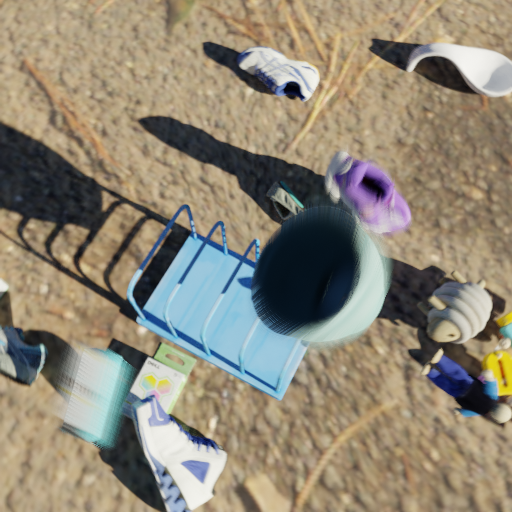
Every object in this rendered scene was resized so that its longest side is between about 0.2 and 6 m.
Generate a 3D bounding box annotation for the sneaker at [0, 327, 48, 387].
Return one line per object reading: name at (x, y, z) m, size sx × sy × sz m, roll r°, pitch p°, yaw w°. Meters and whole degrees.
sneaker at (-4.529, 1.567, 9.852) m, size 1.866 × 0.724 × 0.806 m, roll 28°, pitch 57°, yaw 5°

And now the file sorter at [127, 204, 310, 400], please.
file sorter at (-0.406, 0.715, 9.507) m, size 2.934 × 1.800 × 2.036 m, roll 26°, pitch 70°, yaw 11°

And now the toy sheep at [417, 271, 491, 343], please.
toy sheep at (3.557, 0.911, 9.848) m, size 1.108 × 1.108 × 1.607 m, roll 43°, pitch 68°, yaw 15°

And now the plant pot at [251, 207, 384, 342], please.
plant pot at (0.979, 0.388, 7.513) m, size 1.766 × 1.183 × 1.766 m, roll -22°, pitch 54°, yaw 33°

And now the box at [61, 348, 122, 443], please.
box at (-2.517, 2.121, 8.594) m, size 0.540 × 0.323 × 1.313 m, roll 15°, pitch 88°, yaw 19°

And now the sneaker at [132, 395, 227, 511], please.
sneaker at (-1.152, 3.089, 8.972) m, size 1.197 × 0.837 × 2.073 m, roll -21°, pitch 95°, yaw -20°

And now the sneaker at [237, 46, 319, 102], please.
sneaker at (0.403, -3.869, 11.963) m, size 1.812 × 0.682 × 0.799 m, roll 17°, pitch 69°, yaw 7°

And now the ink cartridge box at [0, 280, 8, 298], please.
ink cartridge box at (-5.329, 0.584, 10.250) m, size 1.163 × 0.509 × 0.845 m, roll 26°, pitch 70°, yaw 9°

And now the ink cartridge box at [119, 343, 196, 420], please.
ink cartridge box at (-1.670, 2.223, 9.636) m, size 0.721 × 0.412 × 1.389 m, roll 24°, pitch 70°, yaw 9°

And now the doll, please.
doll at (3.132, 1.959, 8.233) m, size 1.335 × 0.911 × 0.323 m, roll 38°, pitch 31°, yaw 13°

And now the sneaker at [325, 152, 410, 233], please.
sneaker at (2.107, -0.981, 9.850) m, size 0.935 × 2.242 × 0.904 m, roll 26°, pitch 89°, yaw 48°

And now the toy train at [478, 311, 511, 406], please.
toy train at (4.729, 1.996, 9.649) m, size 1.728 × 0.640 × 2.301 m, roll 20°, pitch 72°, yaw 7°

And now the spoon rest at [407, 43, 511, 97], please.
spoon rest at (4.473, -4.062, 12.039) m, size 2.297 × 0.696 × 1.141 m, roll 15°, pitch 69°, yaw 7°

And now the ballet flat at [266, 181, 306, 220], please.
ballet flat at (0.807, -0.785, 10.881) m, size 0.507 × 0.536 × 1.592 m, roll -46°, pitch 72°, yaw 12°
